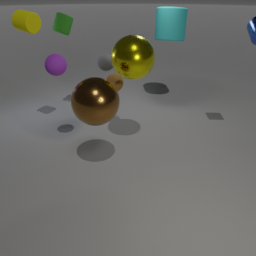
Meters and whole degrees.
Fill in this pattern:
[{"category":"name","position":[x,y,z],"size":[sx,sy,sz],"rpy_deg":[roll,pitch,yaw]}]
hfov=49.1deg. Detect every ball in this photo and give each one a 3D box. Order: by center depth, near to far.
[{"category":"ball","position":[-0.942,-0.764,8.103],"size":[1.400,1.400,1.400],"rpy_deg":[0,27,0]},{"category":"ball","position":[0.158,-2.234,8.917],"size":[1.400,1.400,1.400],"rpy_deg":[0,27,0]},{"category":"ball","position":[-2.311,-2.022,8.964],"size":[0.700,0.700,0.700],"rpy_deg":[0,27,0]},{"category":"ball","position":[-0.526,-1.741,10.796],"size":[0.700,0.700,0.700],"rpy_deg":[0,27,0]},{"category":"ball","position":[-0.926,-2.742,11.753],"size":[0.700,0.700,0.700],"rpy_deg":[0,27,0]}]

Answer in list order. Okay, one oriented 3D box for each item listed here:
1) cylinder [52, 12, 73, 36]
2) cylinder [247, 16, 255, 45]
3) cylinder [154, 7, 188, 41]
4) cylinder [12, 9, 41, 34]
[{"category":"cylinder","position":[-2.636,-4.203,11.331],"size":[0.700,0.700,0.700],"rpy_deg":[17,8,-3]},{"category":"cylinder","position":[4.341,-3.205,9.203],"size":[0.700,0.700,0.700],"rpy_deg":[1,53,3]},{"category":"cylinder","position":[1.967,-4.767,12.891],"size":[1.400,1.400,1.400],"rpy_deg":[2,20,-1]},{"category":"cylinder","position":[-3.507,-3.675,9.691],"size":[0.700,0.700,0.700],"rpy_deg":[21,33,23]}]
